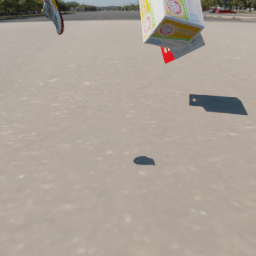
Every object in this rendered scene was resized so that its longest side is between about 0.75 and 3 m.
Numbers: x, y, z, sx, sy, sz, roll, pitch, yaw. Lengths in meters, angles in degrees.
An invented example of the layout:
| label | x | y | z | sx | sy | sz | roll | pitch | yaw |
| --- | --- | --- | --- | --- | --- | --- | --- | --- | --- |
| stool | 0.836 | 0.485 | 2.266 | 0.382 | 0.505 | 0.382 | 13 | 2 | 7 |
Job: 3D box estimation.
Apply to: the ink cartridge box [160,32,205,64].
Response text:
| label | x | y | z | sx | sy | sz | roll | pitch | yaw |
| --- | --- | --- | --- | --- | --- | --- | --- | --- | --- |
| ink cartridge box | 1.850 | -3.506 | 10.632 | 1.612 | 0.770 | 1.836 | -24 | 42 | 18 |

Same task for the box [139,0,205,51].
| label | x | y | z | sx | sy | sz | roll | pitch | yaw |
| --- | --- | --- | --- | --- | --- | --- | --- | --- | --- |
| box | 0.565 | -1.750 | 3.888 | 0.644 | 1.145 | 0.581 | 4 | -20 | -23 |

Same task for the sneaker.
| label | x | y | z | sx | sy | sz | roll | pitch | yaw |
| --- | --- | --- | --- | --- | --- | --- | --- | --- | --- |
| sneaker | -1.853 | -2.781 | 6.854 | 0.425 | 1.035 | 0.403 | -19 | 8 | 1 |
